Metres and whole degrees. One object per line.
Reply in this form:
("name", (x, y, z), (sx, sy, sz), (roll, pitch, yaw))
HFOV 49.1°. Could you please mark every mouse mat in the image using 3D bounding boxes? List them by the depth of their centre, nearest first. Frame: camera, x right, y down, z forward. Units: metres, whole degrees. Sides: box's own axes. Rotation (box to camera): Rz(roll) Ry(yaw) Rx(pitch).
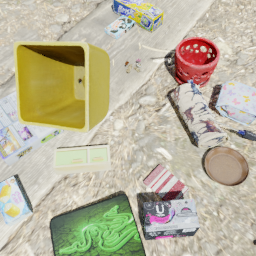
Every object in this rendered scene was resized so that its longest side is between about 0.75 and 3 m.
("mouse mat", (-1.029, 3.514, 8.847), (2.787, 0.105, 2.243), (-18, 60, -4))

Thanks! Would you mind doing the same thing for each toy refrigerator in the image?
("toy refrigerator", (-1.646, 1.143, 10.174), (2.015, 0.705, 0.765), (-4, 58, -3))

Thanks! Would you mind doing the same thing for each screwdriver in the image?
("screwdriver", (3.975, 0.085, 10.534), (2.393, 0.334, 0.348), (15, 97, -20))

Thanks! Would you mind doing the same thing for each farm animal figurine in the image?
("farm animal figurine", (0.257, -2.819, 12.882), (0.783, 0.394, 0.633), (-9, 77, -9))

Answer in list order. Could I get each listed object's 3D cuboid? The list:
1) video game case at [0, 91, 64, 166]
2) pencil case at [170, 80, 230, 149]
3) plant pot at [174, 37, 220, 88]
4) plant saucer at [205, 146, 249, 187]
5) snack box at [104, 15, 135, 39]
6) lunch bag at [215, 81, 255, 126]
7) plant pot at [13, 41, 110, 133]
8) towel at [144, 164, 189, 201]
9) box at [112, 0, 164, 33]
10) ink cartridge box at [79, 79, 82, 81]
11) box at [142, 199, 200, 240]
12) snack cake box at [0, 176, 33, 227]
("video game case", (-4.284, -0.211, 11.071), (2.417, 0.606, 2.667), (-33, 64, -20))
("pencil case", (2.776, -0.506, 10.959), (1.287, 1.119, 2.877), (-23, 59, 3))
("plant pot", (2.838, -2.706, 12.027), (1.804, 1.642, 1.804), (0, 58, -1))
("plant saucer", (3.578, 1.435, 10.240), (1.587, 0.290, 1.587), (0, 58, -1))
("snack box", (-0.418, -5.191, 14.397), (0.841, 0.269, 1.448), (36, 64, 20))
("lunch bag", (4.443, -1.056, 11.389), (1.611, 1.024, 1.366), (23, 62, 2))
("plant pot", (-1.944, -1.596, 10.085), (2.771, 2.753, 2.835), (7, 15, 21))
("towel", (1.351, 2.038, 9.943), (1.362, 0.155, 0.981), (39, 64, 19))
("box", (0.480, -6.089, 14.599), (2.748, 0.884, 0.963), (35, 64, 21))
("ink cartridge box", (-2.971, -2.957, 12.775), (2.483, 0.625, 1.353), (9, 59, 7))
("box", (1.298, 2.879, 8.847), (1.632, 1.079, 0.936), (-5, 55, -2))
("snack cake box", (-3.921, 2.463, 9.479), (0.821, 0.480, 1.428), (-30, 63, -16))
